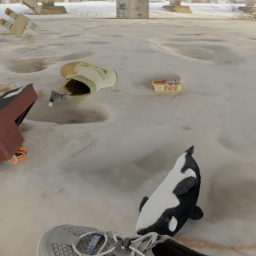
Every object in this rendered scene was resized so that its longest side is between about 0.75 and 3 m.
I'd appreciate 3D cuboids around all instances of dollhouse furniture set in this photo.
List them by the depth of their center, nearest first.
[{"bbox_3d":[-3.050,-3.196,8.071,0.980,1.119,0.743,31,5,-4],"label":"dollhouse furniture set"}]

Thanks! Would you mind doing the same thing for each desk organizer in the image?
[{"bbox_3d":[-3.415,-0.195,7.959,1.043,1.119,2.907,-16,25,11],"label":"desk organizer"}]

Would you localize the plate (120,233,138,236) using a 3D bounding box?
[{"bbox_3d":[-0.316,2.151,4.581,1.003,0.162,1.005,1,28,3],"label":"plate"}]

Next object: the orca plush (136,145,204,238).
[{"bbox_3d":[1.049,1.458,5.651,1.416,0.957,2.692,-39,2,22],"label":"orca plush"}]

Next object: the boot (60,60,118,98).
[{"bbox_3d":[-2.240,-2.147,12.262,2.956,1.065,2.286,14,30,23],"label":"boot"}]

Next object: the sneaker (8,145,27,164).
[{"bbox_3d":[-3.126,0.624,7.516,0.991,0.384,0.555,25,30,22],"label":"sneaker"}]

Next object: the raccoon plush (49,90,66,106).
[{"bbox_3d":[-2.764,-1.095,11.068,0.602,0.435,0.898,9,52,-11],"label":"raccoon plush"}]

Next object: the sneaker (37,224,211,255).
[{"bbox_3d":[0.106,1.781,3.913,2.845,1.167,1.063,11,30,8],"label":"sneaker"}]

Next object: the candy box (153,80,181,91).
[{"bbox_3d":[1.734,-1.902,12.555,1.182,0.334,0.689,-3,27,-3],"label":"candy box"}]
